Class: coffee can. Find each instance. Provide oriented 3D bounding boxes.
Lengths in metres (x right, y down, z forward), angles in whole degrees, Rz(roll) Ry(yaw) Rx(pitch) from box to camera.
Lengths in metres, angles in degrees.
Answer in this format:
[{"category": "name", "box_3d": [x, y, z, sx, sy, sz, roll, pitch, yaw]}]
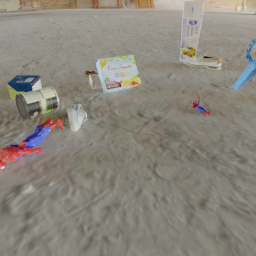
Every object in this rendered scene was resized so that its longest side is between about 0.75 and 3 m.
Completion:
[{"category": "coffee can", "box_3d": [-3.607, -1.025, 11.200, 1.388, 1.016, 1.016, -23, 36, -35]}]

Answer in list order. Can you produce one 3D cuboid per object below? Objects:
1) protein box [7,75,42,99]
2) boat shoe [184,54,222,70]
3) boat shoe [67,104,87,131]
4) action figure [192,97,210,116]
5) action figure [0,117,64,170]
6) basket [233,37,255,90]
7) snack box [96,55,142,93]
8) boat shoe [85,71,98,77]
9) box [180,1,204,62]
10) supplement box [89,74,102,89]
[{"category": "protein box", "box_3d": [-4.769, -1.910, 13.042, 1.150, 0.781, 1.158, 2, 29, 3]}, {"category": "boat shoe", "box_3d": [4.558, -4.123, 17.020, 2.293, 0.784, 0.857, 17, 33, 27]}, {"category": "boat shoe", "box_3d": [-1.906, -0.494, 10.610, 0.692, 0.678, 1.943, -11, 28, -11]}, {"category": "action figure", "box_3d": [2.995, -0.974, 11.663, 0.358, 0.543, 1.098, -11, 28, -19]}, {"category": "action figure", "box_3d": [-3.139, 0.513, 8.891, 0.825, 0.652, 2.522, 13, 36, 32]}, {"category": "basket", "box_3d": [4.112, -2.033, 8.364, 1.973, 1.740, 1.373, -40, 78, -10]}, {"category": "snack box", "box_3d": [-0.458, -2.633, 13.557, 1.842, 1.554, 0.623, -12, -7, -23]}, {"category": "boat shoe", "box_3d": [-1.942, -2.998, 15.488, 0.924, 0.312, 0.333, 5, 29, 9]}, {"category": "box", "box_3d": [1.996, -2.954, 8.997, 0.551, 0.590, 2.850, 4, -11, 10]}, {"category": "supplement box", "box_3d": [-1.212, -2.396, 14.190, 1.387, 0.510, 0.874, -6, 29, -13]}]
